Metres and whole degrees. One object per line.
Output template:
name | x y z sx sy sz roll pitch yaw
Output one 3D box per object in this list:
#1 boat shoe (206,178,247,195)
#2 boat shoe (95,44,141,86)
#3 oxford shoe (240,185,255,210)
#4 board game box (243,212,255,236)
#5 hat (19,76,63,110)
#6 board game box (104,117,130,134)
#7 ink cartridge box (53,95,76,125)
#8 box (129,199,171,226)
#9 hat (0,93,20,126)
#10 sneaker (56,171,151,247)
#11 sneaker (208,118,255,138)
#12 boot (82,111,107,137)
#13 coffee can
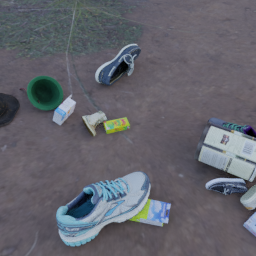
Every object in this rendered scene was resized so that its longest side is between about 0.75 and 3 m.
boat shoe | 3.108 1.884 8.807 1.287 0.462 0.436 1 43 -9
boat shoe | -0.249 -2.993 13.240 0.918 1.111 2.968 29 53 28
oxford shoe | 4.001 2.072 8.644 1.446 0.544 0.418 -24 90 -33
board game box | 3.980 2.821 8.007 0.930 0.191 0.928 -29 51 -26
hat | -3.738 -1.399 12.313 1.447 1.538 1.747 -23 86 -25
board game box | -0.443 -0.103 10.943 0.934 0.222 0.475 -12 46 -12
ink cartridge box | -2.479 -0.741 11.213 0.393 0.667 1.159 33 50 1
box | 0.648 2.470 8.296 1.133 0.270 0.691 8 45 10
hat | -5.577 -0.965 11.347 2.238 0.903 2.238 -1 45 1
sneaker | -0.594 2.027 7.799 2.999 1.294 1.164 -31 43 -23
sneaker | 4.007 0.073 10.194 0.870 1.024 2.339 -33 54 -29
boot | -1.217 -0.208 10.899 0.888 0.414 1.148 -21 44 -16
coffee can | 3.343 0.756 9.236 1.913 1.400 1.400 22 49 20
